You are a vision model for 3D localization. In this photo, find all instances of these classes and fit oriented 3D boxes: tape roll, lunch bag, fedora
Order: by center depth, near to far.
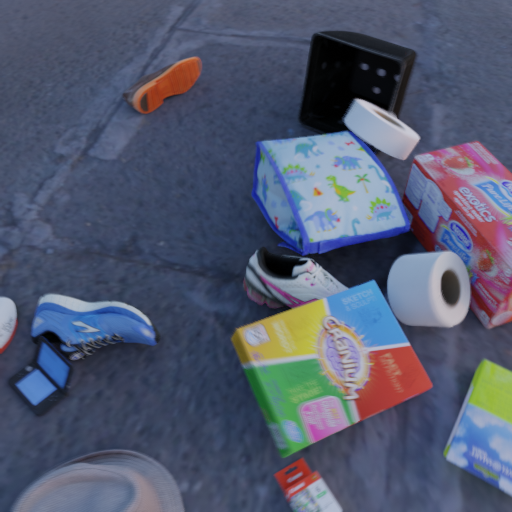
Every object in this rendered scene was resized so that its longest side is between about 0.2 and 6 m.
[{"bbox_3d":[-2.202,3.447,7.359,2.397,1.082,2.120,-11,50,-9],"label":"fedora"},{"bbox_3d":[2.965,0.569,9.603,0.857,1.247,1.247,-5,34,49],"label":"tape roll"},{"bbox_3d":[1.373,-1.099,10.862,2.229,1.671,2.622,-12,43,-18],"label":"lunch bag"},{"bbox_3d":[2.632,-2.656,11.766,1.529,0.535,1.529,25,27,-13],"label":"tape roll"}]

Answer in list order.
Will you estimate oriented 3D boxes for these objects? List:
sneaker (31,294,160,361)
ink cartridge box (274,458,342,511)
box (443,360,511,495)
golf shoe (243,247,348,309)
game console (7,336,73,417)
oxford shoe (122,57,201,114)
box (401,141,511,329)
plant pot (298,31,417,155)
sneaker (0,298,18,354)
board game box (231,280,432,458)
[{"bbox_3d":[-2.726,1.340,9.460,2.284,0.897,1.018,4,57,13],"label":"sneaker"},{"bbox_3d":[0.719,3.375,7.973,0.525,0.242,0.963,-24,54,-20],"label":"ink cartridge box"},{"bbox_3d":[3.670,2.628,8.482,1.171,0.458,1.921,25,53,20],"label":"box"},{"bbox_3d":[0.952,0.594,9.768,2.399,1.105,0.871,18,50,3],"label":"golf shoe"},{"bbox_3d":[-3.486,1.930,9.027,0.959,0.568,0.819,34,56,27],"label":"game console"},{"bbox_3d":[-2.438,-4.589,14.562,0.863,0.844,2.368,31,56,30],"label":"oxford shoe"},{"bbox_3d":[4.213,-0.480,10.434,1.533,1.601,3.211,-15,50,-13],"label":"box"},{"bbox_3d":[2.608,-4.119,13.360,2.260,2.255,2.005,28,44,23],"label":"plant pot"},{"bbox_3d":[-4.687,1.296,9.197,0.705,1.131,2.111,10,50,9],"label":"sneaker"},{"bbox_3d":[1.171,1.672,8.761,2.574,0.519,1.970,-18,69,-22],"label":"board game box"}]
